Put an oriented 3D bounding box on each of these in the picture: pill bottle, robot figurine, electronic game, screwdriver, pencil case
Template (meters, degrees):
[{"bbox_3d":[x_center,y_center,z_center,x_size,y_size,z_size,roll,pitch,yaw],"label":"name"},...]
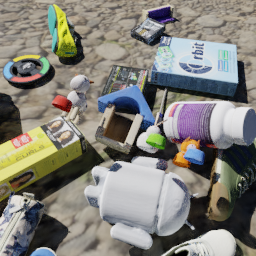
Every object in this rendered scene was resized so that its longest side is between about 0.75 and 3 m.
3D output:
[{"bbox_3d":[1.713,-0.075,5.919,1.749,0.974,0.974,4,40,46],"label":"pill bottle"},{"bbox_3d":[0.269,1.360,5.496,2.143,1.210,1.817,12,60,11],"label":"robot figurine"},{"bbox_3d":[-3.249,-1.901,9.002,1.510,0.314,1.510,0,48,0],"label":"electronic game"},{"bbox_3d":[0.935,-0.494,7.877,0.327,0.341,2.345,10,40,9],"label":"screwdriver"},{"bbox_3d":[-2.203,2.175,4.984,0.788,0.906,2.025,11,50,8],"label":"pencil case"}]

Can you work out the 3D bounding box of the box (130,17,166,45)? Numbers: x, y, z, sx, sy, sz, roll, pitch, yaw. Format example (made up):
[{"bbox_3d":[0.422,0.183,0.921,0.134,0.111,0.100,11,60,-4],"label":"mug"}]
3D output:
[{"bbox_3d":[0.754,-3.649,10.516,0.857,0.270,1.087,35,64,27],"label":"box"}]

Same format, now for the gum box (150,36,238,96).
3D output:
[{"bbox_3d":[2.133,-2.046,8.946,2.511,0.559,2.133,10,47,8],"label":"gum box"}]

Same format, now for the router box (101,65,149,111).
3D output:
[{"bbox_3d":[-0.055,-1.201,8.271,1.130,0.468,1.508,9,49,8],"label":"router box"}]

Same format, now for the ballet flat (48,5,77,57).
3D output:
[{"bbox_3d":[-2.353,-3.488,10.170,0.919,0.916,2.742,4,47,-26],"label":"ballet flat"}]

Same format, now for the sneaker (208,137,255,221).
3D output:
[{"bbox_3d":[2.507,0.798,6.159,1.247,0.931,2.778,9,46,14],"label":"sneaker"}]

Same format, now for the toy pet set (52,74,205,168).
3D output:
[{"bbox_3d":[0.154,-0.321,5.956,2.768,2.584,1.470,22,77,0],"label":"toy pet set"}]

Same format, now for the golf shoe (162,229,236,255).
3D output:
[{"bbox_3d":[1.170,2.291,4.858,1.959,0.952,0.767,-23,50,-21],"label":"golf shoe"}]

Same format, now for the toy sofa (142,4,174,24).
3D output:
[{"bbox_3d":[1.236,-4.482,11.166,1.249,0.517,0.610,-20,51,-16],"label":"toy sofa"}]

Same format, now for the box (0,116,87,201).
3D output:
[{"bbox_3d":[-2.344,0.708,6.428,2.699,0.676,1.016,-29,54,-23],"label":"box"}]

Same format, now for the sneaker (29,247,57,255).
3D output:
[{"bbox_3d":[-1.628,2.827,4.129,0.894,1.295,2.329,8,49,7],"label":"sneaker"}]
